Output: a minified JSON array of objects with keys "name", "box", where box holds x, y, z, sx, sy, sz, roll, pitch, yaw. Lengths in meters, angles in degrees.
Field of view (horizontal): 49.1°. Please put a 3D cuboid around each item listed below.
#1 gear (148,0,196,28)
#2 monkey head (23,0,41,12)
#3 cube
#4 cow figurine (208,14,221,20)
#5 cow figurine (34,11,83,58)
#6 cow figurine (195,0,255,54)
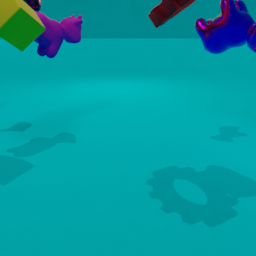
[{"name":"gear","box":[1.232,-2.749,5.790,1.742,0.322,1.742,-35,10,7]},{"name":"monkey head","box":[-3.298,-4.112,9.173,0.855,0.716,1.188,-2,57,-11]},{"name":"cube","box":[-2.605,-2.480,6.522,0.818,0.818,0.818,56,11,28]},{"name":"cow figurine","box":[2.876,-2.991,8.517,1.152,0.643,1.171,-19,-17,-7]},{"name":"cow figurine","box":[-2.068,-2.758,7.777,0.901,1.615,1.641,21,-9,39]},{"name":"cow figurine","box":[2.303,-1.919,5.863,0.888,1.591,1.617,-9,-13,-41]}]
